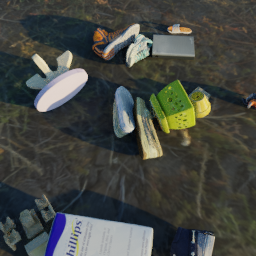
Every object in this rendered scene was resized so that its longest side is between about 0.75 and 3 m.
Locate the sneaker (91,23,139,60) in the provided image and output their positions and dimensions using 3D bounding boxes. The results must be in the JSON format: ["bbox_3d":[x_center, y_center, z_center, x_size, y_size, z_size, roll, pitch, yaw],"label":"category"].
[{"bbox_3d":[-0.696,-4.403,13.262,1.437,0.995,2.566,39,65,21],"label":"sneaker"}]

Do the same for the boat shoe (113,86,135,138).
[{"bbox_3d":[-0.281,-0.694,11.018,0.747,0.866,2.407,-35,38,29],"label":"boat shoe"}]

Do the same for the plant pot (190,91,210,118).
[{"bbox_3d":[2.691,-0.948,10.674,0.831,0.782,0.831,-10,51,13],"label":"plant pot"}]

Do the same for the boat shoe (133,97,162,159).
[{"bbox_3d":[0.690,-0.022,10.598,0.783,0.916,2.499,-5,68,-8],"label":"boat shoe"}]

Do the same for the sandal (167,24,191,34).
[{"bbox_3d":[2.588,-5.012,14.028,1.201,0.344,0.460,3,58,2],"label":"sandal"}]

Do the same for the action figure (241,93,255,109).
[{"bbox_3d":[5.316,-0.997,11.212,1.330,0.696,1.287,18,39,6],"label":"action figure"}]

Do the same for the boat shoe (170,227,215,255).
[{"bbox_3d":[1.693,4.092,8.005,1.168,0.941,2.519,10,53,19],"label":"boat shoe"}]

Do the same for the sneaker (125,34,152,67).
[{"bbox_3d":[0.521,-3.515,12.833,0.879,0.790,2.036,22,60,10],"label":"sneaker"}]

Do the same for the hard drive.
[{"bbox_3d":[2.142,-3.832,13.291,1.960,0.322,1.368,4,58,3],"label":"hard drive"}]

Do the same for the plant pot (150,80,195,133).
[{"bbox_3d":[1.660,-0.711,10.658,1.297,1.422,1.429,-24,60,3],"label":"plant pot"}]

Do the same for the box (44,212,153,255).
[{"bbox_3d":[-0.682,3.351,7.545,2.494,2.294,1.308,8,60,5],"label":"box"}]

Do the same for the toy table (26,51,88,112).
[{"bbox_3d":[-2.916,-1.909,11.127,2.357,2.167,1.380,-33,72,-8],"label":"toy table"}]

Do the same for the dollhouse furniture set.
[{"bbox_3d":[-2.796,3.260,8.595,1.545,1.094,1.682,-32,42,-19],"label":"dollhouse furniture set"}]

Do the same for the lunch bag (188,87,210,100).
[{"bbox_3d":[2.883,-1.217,11.544,0.790,0.465,0.648,-37,65,-26],"label":"lunch bag"}]
